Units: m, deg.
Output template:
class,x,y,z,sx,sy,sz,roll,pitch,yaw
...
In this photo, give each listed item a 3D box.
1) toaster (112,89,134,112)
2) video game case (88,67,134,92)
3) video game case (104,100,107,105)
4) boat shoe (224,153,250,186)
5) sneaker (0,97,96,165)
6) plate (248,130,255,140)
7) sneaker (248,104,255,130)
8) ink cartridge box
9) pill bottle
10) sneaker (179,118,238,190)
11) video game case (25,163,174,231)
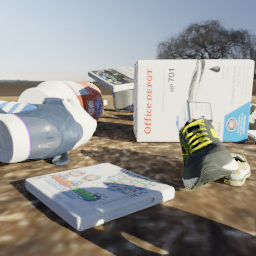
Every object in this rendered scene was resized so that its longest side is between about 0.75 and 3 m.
class,x,y,z,sx,sy,sz,roll,pitch,yaw
toaster,0.090,-1.668,16.275,2.188,1.413,1.243,4,11,29
video game case,-0.265,-2.184,12.209,2.178,0.280,2.396,-14,31,-30
video game case,-2.935,-1.274,16.235,2.645,0.309,2.405,-9,5,-34
boat shoe,1.813,0.615,4.625,0.400,0.366,1.071,4,9,23
sneaker,-2.086,-0.091,6.132,2.980,1.200,2.182,12,18,42
plate,3.961,0.267,7.447,1.367,0.221,1.370,2,9,7
sneaker,4.580,-0.382,8.927,2.886,1.163,1.204,1,3,10
ink cartridge box,1.655,-0.754,7.656,2.949,2.159,1.266,-1,12,-2
pill bottle,-2.040,-0.667,8.898,1.651,1.651,2.944,3,10,18
sneaker,1.081,0.308,4.368,0.779,0.885,2.092,-26,-2,12
video game case,-0.428,0.824,3.841,1.433,0.187,1.574,-7,10,-38
